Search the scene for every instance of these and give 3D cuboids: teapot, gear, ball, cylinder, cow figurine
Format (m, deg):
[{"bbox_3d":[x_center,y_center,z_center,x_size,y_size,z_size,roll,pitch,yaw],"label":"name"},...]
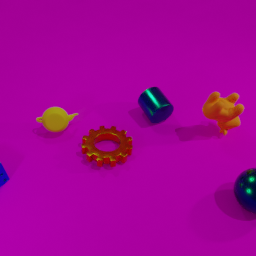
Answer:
[{"bbox_3d":[-2.004,-0.280,7.937,1.179,0.733,0.577,-6,25,-7],"label":"teapot"},{"bbox_3d":[-0.564,0.468,7.613,1.377,0.255,1.377,3,40,-3],"label":"gear"},{"bbox_3d":[2.912,1.403,6.275,1.027,1.027,1.027,0,46,0],"label":"ball"},{"bbox_3d":[0.821,-0.677,8.354,0.808,0.808,0.808,-21,58,-19],"label":"cylinder"},{"bbox_3d":[2.540,-0.368,7.654,1.356,1.334,0.744,3,56,-18],"label":"cow figurine"}]

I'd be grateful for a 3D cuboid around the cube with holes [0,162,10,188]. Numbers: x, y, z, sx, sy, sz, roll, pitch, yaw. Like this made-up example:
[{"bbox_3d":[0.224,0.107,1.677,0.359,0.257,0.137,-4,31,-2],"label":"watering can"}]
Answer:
[{"bbox_3d":[-3.470,1.128,6.771,0.704,0.704,0.704,25,51,23],"label":"cube with holes"}]
